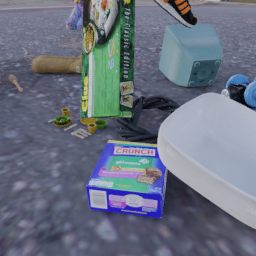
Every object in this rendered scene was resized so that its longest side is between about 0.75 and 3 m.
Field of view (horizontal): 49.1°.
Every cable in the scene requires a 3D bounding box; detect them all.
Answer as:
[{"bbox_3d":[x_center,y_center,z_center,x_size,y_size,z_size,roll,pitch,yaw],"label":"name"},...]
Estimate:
[{"bbox_3d":[0.778,-0.154,7.983,2.300,0.716,2.819,-11,32,-9],"label":"cable"}]

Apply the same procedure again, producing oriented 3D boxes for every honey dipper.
[{"bbox_3d":[-4.491,-1.756,11.267,0.294,0.294,1.549,-17,37,-28],"label":"honey dipper"}]

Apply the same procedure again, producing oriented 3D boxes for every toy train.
[{"bbox_3d":[3.845,-0.592,7.582,2.917,1.667,1.265,-6,22,-12],"label":"toy train"}]

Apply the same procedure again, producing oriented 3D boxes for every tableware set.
[{"bbox_3d":[-1.491,-0.236,8.418,1.702,0.261,1.146,22,35,35],"label":"tableware set"}]

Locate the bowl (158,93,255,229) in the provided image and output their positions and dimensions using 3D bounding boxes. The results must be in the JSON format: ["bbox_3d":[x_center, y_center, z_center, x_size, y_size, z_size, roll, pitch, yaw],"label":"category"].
[{"bbox_3d":[2.107,0.606,5.587,2.784,1.041,2.788,33,39,23],"label":"bowl"}]

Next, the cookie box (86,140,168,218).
[{"bbox_3d":[0.078,0.963,5.798,1.428,0.627,1.669,4,28,10],"label":"cookie box"}]

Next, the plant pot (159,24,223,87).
[{"bbox_3d":[2.663,-2.780,11.405,2.059,2.065,2.103,-6,45,-12],"label":"plant pot"}]

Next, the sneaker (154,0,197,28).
[{"bbox_3d":[1.722,-4.180,9.105,2.417,1.087,0.845,15,38,-42],"label":"sneaker"}]

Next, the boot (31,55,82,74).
[{"bbox_3d":[-2.937,-3.218,13.341,2.558,0.846,2.240,4,29,9],"label":"boot"}]

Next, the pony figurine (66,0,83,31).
[{"bbox_3d":[-1.036,-3.696,7.870,1.995,2.066,1.721,2,27,-41],"label":"pony figurine"}]

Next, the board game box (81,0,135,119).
[{"bbox_3d":[-0.341,-1.399,4.246,0.294,2.508,1.314,1,1,-34],"label":"board game box"}]
